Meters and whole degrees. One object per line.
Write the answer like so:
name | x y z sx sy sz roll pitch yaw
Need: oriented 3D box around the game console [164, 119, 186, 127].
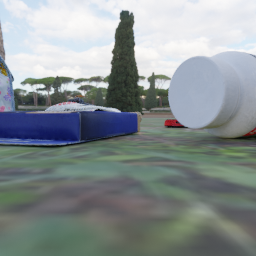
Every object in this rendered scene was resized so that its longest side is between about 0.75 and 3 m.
game console | 1.754 -0.099 7.863 1.398 0.217 1.236 1 -3 12

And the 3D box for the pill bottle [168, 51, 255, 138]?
pill bottle | 1.625 -0.465 4.069 2.027 1.212 1.212 -3 4 -36

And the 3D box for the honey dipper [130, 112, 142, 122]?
honey dipper | -0.520 -0.306 10.337 2.416 0.459 0.459 -7 6 -39

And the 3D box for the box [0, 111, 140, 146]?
box | -0.920 -0.052 4.112 1.509 0.404 2.492 1 4 21

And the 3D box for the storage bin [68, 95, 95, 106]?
storage bin | -1.335 -0.476 8.755 0.918 0.994 1.366 10 -3 -29

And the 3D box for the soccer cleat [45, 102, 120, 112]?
soccer cleat | -1.045 -0.281 6.600 1.933 0.663 0.823 4 -2 -4

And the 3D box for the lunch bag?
lunch bag | -5.446 -1.496 10.306 2.225 2.624 1.668 0 10 23
